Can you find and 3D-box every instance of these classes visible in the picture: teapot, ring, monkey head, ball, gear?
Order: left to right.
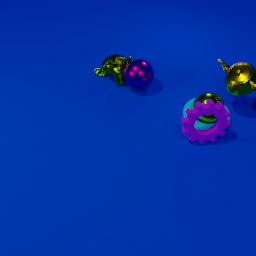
[{"bbox_3d":[-0.367,-1.774,8.526,1.273,0.915,0.767,-20,13,-3],"label":"monkey head"},{"bbox_3d":[0.316,-1.542,8.104,0.889,0.889,0.889,0,51,0],"label":"ball"},{"bbox_3d":[1.859,-0.139,6.720,1.131,1.131,0.209,-3,35,-2],"label":"gear"},{"bbox_3d":[2.112,-0.366,7.545,1.257,0.251,1.257,0,50,0],"label":"ring"},{"bbox_3d":[2.103,-0.545,7.333,0.811,0.811,0.811,0,51,0],"label":"ball"},{"bbox_3d":[2.798,-1.296,7.031,0.870,0.685,1.399,-45,52,7],"label":"teapot"}]

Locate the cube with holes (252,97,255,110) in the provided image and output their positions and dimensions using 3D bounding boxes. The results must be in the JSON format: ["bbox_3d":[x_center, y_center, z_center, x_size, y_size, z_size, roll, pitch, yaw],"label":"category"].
[{"bbox_3d":[3.995,-0.932,7.592,0.806,0.806,0.806,24,55,27],"label":"cube with holes"}]
